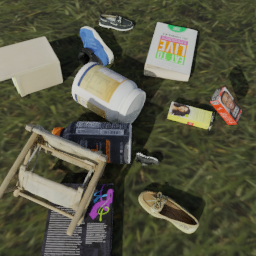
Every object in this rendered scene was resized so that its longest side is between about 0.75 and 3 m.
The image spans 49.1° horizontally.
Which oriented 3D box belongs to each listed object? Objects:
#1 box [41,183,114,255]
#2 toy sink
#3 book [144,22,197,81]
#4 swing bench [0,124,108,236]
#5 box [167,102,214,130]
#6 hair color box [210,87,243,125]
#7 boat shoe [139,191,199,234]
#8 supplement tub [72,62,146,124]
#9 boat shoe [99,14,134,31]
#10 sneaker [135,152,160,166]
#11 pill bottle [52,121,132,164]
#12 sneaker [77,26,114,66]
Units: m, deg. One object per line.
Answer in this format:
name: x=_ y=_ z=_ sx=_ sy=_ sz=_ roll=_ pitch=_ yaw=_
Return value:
box: x=-1.489 y=3.116 z=8.625 sx=2.036 sy=0.514 sz=2.847 roll=1 pitch=60 yaw=2
toy sink: x=-4.184 y=-2.408 z=11.460 sx=2.499 sy=1.400 sz=1.629 roll=-23 pitch=61 yaw=-19
book: x=1.967 y=-3.458 z=12.594 sx=1.953 sy=0.702 sz=2.923 roll=13 pitch=58 yaw=4
swing bench: x=-2.000 y=1.348 z=7.842 sx=2.259 sy=1.474 sz=2.272 roll=23 pitch=84 yaw=3
box: x=2.421 y=-0.472 z=10.828 sx=1.687 sy=0.423 sz=0.635 roll=15 pitch=65 yaw=8
hair color box: x=3.038 y=-0.660 z=8.609 sx=1.114 sy=0.341 sz=0.566 roll=43 pitch=65 yaw=-24
boat shoe: x=1.289 y=2.558 z=8.878 sx=2.045 sy=0.641 sz=0.749 roll=25 pitch=62 yaw=14
supplement tub: x=-0.708 y=-1.248 z=10.547 sx=2.388 sy=1.724 sz=1.724 roll=31 pitch=64 yaw=17
boat shoe: x=-0.582 y=-5.176 z=13.637 sx=1.719 sy=0.519 sz=0.650 roll=4 pitch=59 yaw=3
sneaker: x=0.662 y=1.197 z=9.922 sx=0.911 sy=0.303 sz=0.412 roll=18 pitch=63 yaw=15
pill bottle: x=-1.233 y=0.492 z=9.676 sx=2.688 sy=1.428 sz=1.428 roll=2 pitch=59 yaw=2
sneaker: x=-1.803 y=-3.544 z=12.417 sx=1.317 sy=0.908 sz=2.367 roll=-28 pitch=69 yaw=-26
